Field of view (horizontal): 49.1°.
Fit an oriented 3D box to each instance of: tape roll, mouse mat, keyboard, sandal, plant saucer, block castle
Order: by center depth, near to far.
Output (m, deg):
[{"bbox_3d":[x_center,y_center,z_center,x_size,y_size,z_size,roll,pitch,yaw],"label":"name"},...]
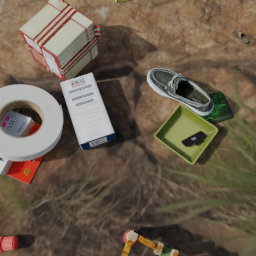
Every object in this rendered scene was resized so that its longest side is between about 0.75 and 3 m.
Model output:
[{"bbox_3d":[0.810,4.140,7.958,2.516,1.180,1.681,23,67,6],"label":"block castle"},{"bbox_3d":[-3.617,-0.231,9.579,2.791,0.510,2.791,7,62,-14],"label":"tape roll"},{"bbox_3d":[2.332,0.451,9.812,0.858,0.170,0.446,-27,49,-9],"label":"keyboard"},{"bbox_3d":[2.020,0.232,9.844,1.647,0.395,1.649,37,74,13],"label":"plant saucer"},{"bbox_3d":[3.062,-0.699,10.390,1.442,0.054,1.161,-17,70,-5],"label":"mouse mat"},{"bbox_3d":[4.637,-3.754,11.468,0.323,0.216,0.790,-35,73,-12],"label":"sandal"}]

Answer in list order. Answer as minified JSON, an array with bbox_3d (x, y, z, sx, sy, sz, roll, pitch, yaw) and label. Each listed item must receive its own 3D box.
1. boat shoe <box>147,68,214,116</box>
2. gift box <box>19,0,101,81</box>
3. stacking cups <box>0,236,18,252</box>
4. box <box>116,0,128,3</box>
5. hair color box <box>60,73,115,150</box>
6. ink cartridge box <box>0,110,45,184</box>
[{"bbox_3d":[1.877,-1.509,10.067,2.800,0.993,1.009,33,79,21],"label":"boat shoe"},{"bbox_3d":[-2.292,-3.281,10.226,2.126,2.304,2.151,37,72,8],"label":"gift box"},{"bbox_3d":[-4.404,3.575,8.445,1.969,0.596,0.596,-8,69,-3],"label":"stacking cups"},{"bbox_3d":[0.032,-5.861,12.226,1.257,0.315,0.473,-16,69,-5],"label":"box"},{"bbox_3d":[-1.436,-0.608,9.965,1.252,0.758,2.504,-19,70,-7],"label":"hair color box"},{"bbox_3d":[-3.804,0.623,9.666,1.849,0.464,2.130,20,70,9],"label":"ink cartridge box"}]
